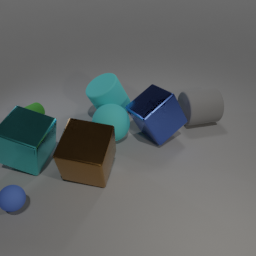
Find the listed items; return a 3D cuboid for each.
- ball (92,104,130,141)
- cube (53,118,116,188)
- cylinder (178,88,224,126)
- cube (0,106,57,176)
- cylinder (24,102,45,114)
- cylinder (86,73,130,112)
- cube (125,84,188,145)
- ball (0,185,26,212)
[{"bbox_3d":[-0.627,-0.192,10.324,1.400,1.400,1.400,0,32,0],"label":"ball"},{"bbox_3d":[-1.211,0.751,8.366,1.400,1.400,1.400,10,55,8],"label":"cube"},{"bbox_3d":[2.905,-0.860,11.346,1.400,1.400,1.400,-8,33,-11],"label":"cylinder"},{"bbox_3d":[-3.219,0.395,8.909,1.400,1.400,1.400,18,44,2],"label":"cube"},{"bbox_3d":[-3.891,-0.614,11.449,0.700,0.700,0.700,14,29,21],"label":"cylinder"},{"bbox_3d":[-0.797,-1.276,11.465,1.400,1.400,1.400,-17,43,17],"label":"cylinder"},{"bbox_3d":[1.033,-0.508,10.245,1.400,1.400,1.400,-41,36,-8],"label":"cube"},{"bbox_3d":[-3.077,1.860,7.422,0.700,0.700,0.700,0,32,0],"label":"ball"}]
